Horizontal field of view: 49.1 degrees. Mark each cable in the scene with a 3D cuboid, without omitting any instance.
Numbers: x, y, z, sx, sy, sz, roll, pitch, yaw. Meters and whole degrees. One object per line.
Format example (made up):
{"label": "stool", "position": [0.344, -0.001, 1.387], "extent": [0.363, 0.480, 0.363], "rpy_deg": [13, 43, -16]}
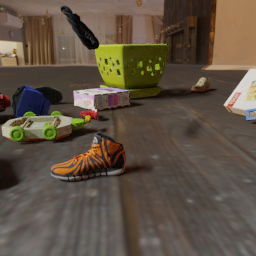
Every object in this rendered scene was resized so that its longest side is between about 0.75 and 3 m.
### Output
{"label": "cable", "position": [-1.121, -2.384, 6.654], "extent": [0.321, 1.264, 1.031], "rpy_deg": [-34, -24, 8]}

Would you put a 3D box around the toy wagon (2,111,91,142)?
{"label": "toy wagon", "position": [-2.249, -0.060, 7.994], "extent": [2.379, 0.471, 1.846], "rpy_deg": [-2, 16, -8]}

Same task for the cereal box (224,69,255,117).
{"label": "cereal box", "position": [4.839, -1.177, 9.732], "extent": [0.508, 1.850, 2.571], "rpy_deg": [40, -6, -28]}

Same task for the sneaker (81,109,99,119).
{"label": "sneaker", "position": [-1.333, -0.432, 9.691], "extent": [0.549, 0.373, 0.951], "rpy_deg": [-13, 6, -14]}

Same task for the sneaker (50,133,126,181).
{"label": "sneaker", "position": [-0.755, 0.503, 5.330], "extent": [1.437, 0.805, 0.557], "rpy_deg": [-5, 17, -18]}

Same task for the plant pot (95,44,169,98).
{"label": "plant pot", "position": [0.145, -2.964, 14.404], "extent": [2.867, 2.601, 2.853], "rpy_deg": [-10, 19, -31]}

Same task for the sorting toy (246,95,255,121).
{"label": "sorting toy", "position": [4.696, -0.588, 8.407], "extent": [2.255, 1.270, 0.307], "rpy_deg": [8, -20, 42]}

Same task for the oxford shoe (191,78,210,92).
{"label": "oxford shoe", "position": [4.206, -2.539, 16.299], "extent": [0.721, 0.752, 2.037], "rpy_deg": [9, 18, 30]}

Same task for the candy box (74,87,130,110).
{"label": "candy box", "position": [-1.110, -1.272, 11.918], "extent": [1.871, 0.669, 1.570], "rpy_deg": [-13, 20, -39]}

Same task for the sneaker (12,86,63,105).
{"label": "sneaker", "position": [-3.971, -1.472, 12.543], "extent": [2.116, 0.801, 0.926], "rpy_deg": [-1, 10, -4]}

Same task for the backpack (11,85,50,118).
{"label": "backpack", "position": [-3.350, -0.797, 9.571], "extent": [1.149, 1.113, 1.369], "rpy_deg": [24, 1, -32]}

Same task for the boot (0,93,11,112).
{"label": "boot", "position": [-4.857, -0.644, 8.765], "extent": [2.009, 1.009, 2.785], "rpy_deg": [-10, 14, -9]}
